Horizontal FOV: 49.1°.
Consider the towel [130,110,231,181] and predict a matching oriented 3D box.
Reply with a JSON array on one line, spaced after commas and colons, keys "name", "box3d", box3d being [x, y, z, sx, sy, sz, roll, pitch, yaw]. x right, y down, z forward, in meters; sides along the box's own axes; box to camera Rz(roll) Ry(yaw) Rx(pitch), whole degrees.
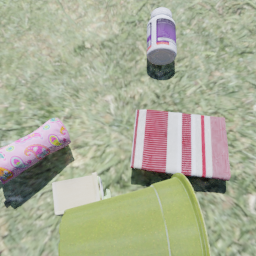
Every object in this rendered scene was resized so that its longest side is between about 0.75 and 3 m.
[{"name": "towel", "box3d": [1.535, 0.449, 8.242, 2.790, 0.317, 2.009, 7, 60, 1]}]

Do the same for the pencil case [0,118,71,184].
[{"name": "pencil case", "box3d": [-2.722, 0.581, 7.749, 2.250, 0.983, 0.983, -32, 72, -22]}]

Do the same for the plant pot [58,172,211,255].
[{"name": "plant pot", "box3d": [-0.015, 2.501, 6.047, 2.703, 2.846, 2.846, -4, 69, -6]}]

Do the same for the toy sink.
[{"name": "toy sink", "box3d": [-1.090, 1.776, 7.534, 1.606, 1.047, 0.900, -10, 71, -3]}]

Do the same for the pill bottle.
[{"name": "pill bottle", "box3d": [1.125, -3.112, 9.424, 0.980, 0.980, 1.759, 2, 69, 1]}]
